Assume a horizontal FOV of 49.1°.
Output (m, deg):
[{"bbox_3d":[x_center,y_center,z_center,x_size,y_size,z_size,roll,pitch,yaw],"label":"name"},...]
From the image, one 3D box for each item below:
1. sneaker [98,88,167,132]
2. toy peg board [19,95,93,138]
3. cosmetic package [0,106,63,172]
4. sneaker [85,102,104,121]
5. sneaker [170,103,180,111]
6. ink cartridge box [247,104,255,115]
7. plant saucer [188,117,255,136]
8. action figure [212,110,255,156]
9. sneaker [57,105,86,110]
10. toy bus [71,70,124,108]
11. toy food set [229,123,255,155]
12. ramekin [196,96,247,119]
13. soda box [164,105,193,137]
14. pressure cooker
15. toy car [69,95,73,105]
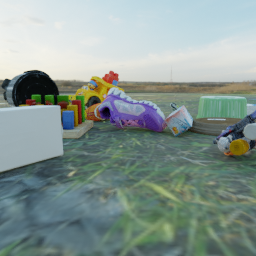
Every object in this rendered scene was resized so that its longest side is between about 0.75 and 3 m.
[{"bbox_3d":[0.049,-0.433,10.435,2.968,1.194,1.312,26,56,33],"label":"sneaker"},{"bbox_3d":[-2.780,-0.507,10.057,2.632,1.287,2.621,0,9,4],"label":"toy peg board"},{"bbox_3d":[-2.527,0.186,5.895,0.970,1.230,2.286,4,8,32],"label":"cosmetic package"},{"bbox_3d":[-1.027,-0.934,13.735,1.092,1.033,2.831,-2,4,33],"label":"sneaker"},{"bbox_3d":[2.536,-0.927,14.361,0.365,0.942,0.375,-41,-9,-9],"label":"sneaker"},{"bbox_3d":[5.881,-0.962,14.932,1.088,0.641,1.890,-5,10,-29],"label":"ink cartridge box"},{"bbox_3d":[3.570,-0.094,10.390,2.660,0.392,2.660,-1,9,0],"label":"plant saucer"},{"bbox_3d":[2.872,0.234,6.544,1.654,0.894,1.710,-9,-22,-16],"label":"action figure"},{"bbox_3d":[-3.052,-0.827,14.273,0.789,0.727,1.973,0,0,33],"label":"sneaker"},{"bbox_3d":[-1.443,-1.975,14.813,2.456,2.358,1.667,15,5,-39],"label":"toy bus"},{"bbox_3d":[3.213,0.361,5.688,0.893,0.947,1.985,-7,14,-44],"label":"toy food set"},{"bbox_3d":[4.323,-0.874,12.866,2.273,1.110,2.273,0,9,0],"label":"ramekin"},{"bbox_3d":[1.847,-0.294,9.951,0.647,0.696,2.034,-34,0,17],"label":"soda box"},{"bbox_3d":[-5.062,-1.735,14.496,2.385,2.348,2.670,-27,20,-27],"label":"pressure cooker"},{"bbox_3d":[-3.468,-1.104,15.778,1.748,0.414,1.857,26,52,37],"label":"toy car"}]
